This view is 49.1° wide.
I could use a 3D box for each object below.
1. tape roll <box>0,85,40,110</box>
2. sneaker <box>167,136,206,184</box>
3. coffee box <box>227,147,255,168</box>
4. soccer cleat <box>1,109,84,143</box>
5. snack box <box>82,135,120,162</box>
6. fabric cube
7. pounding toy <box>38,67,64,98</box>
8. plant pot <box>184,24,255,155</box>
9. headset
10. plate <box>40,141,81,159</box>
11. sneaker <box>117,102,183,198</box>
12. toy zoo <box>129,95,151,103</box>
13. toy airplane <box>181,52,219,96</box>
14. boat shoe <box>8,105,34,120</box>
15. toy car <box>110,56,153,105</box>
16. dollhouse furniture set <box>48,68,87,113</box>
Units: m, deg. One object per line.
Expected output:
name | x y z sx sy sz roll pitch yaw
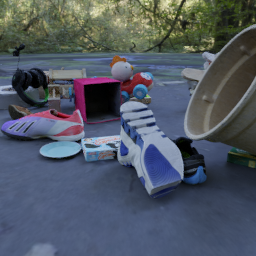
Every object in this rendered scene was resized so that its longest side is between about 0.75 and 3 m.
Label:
tape roll | -5.510 -1.533 13.583 2.286 0.755 2.286 0 18 0
sneaker | 1.309 0.581 7.135 0.782 0.914 2.206 -5 20 -18
coffee box | 3.337 0.689 7.795 0.791 0.283 1.286 14 23 35
soccer cleat | -2.796 -0.158 9.119 2.806 1.027 0.957 3 19 10
snack box | -0.427 0.543 8.169 1.735 0.322 1.008 -5 20 -15
fabric cube | -1.244 -1.176 11.327 1.536 1.566 1.561 -10 19 -24
pounding toy | -4.277 -2.505 15.287 1.146 1.485 1.613 4 19 11
plant pot | 3.340 -0.442 6.763 2.731 2.984 2.984 28 17 -9
headset | -4.516 -2.383 12.974 1.331 2.834 1.750 -30 -1 32
plate | -1.939 0.658 8.112 1.171 0.150 1.171 0 18 0
sneaker | 0.411 0.668 6.854 1.004 1.436 2.486 -8 50 -19
toy zoo | 0.027 -1.759 14.950 1.854 0.289 2.826 -3 19 -8
toy airplane | 4.082 -2.064 13.081 2.972 2.097 2.959 39 43 8
boat shoe | -4.240 -0.553 11.176 1.527 0.549 0.519 28 28 36
toy car | 0.015 -2.243 11.900 1.670 1.889 1.741 -17 25 25
dollhouse furniture set | -2.612 -1.318 12.340 1.625 1.615 2.305 -3 43 -12
